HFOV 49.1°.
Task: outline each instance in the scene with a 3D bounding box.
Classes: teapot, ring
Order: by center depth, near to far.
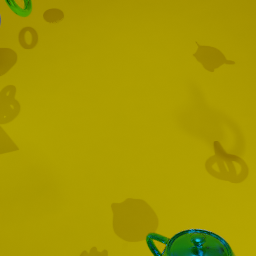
[{"bbox_3d":[0.973,1.804,3.625,1.810,0.886,1.125,9,23,40],"label":"teapot"},{"bbox_3d":[-3.026,-3.602,7.645,0.224,1.119,1.119,-11,58,18],"label":"ring"}]
